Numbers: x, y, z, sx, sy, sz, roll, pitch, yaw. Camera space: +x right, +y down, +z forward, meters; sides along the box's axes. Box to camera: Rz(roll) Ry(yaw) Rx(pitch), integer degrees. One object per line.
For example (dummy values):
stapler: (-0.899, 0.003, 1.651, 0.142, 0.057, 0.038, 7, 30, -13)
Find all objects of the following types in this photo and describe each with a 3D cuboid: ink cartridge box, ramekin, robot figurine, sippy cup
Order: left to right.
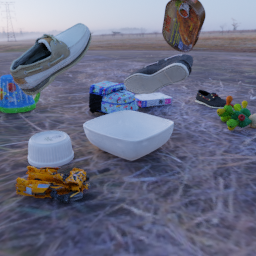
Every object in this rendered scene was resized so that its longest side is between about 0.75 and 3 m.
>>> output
sippy cup: (-5.266, -1.680, 13.153, 1.702, 1.588, 2.167, 2, 19, 5)
ramekin: (-2.272, 0.570, 8.190, 1.316, 0.690, 1.316, 0, 19, 0)
robot figurine: (-1.693, 1.265, 6.565, 1.616, 0.471, 1.172, 1, 21, 4)
ink cartridge box: (1.039, -1.419, 14.166, 2.091, 0.439, 1.247, -6, 20, -25)

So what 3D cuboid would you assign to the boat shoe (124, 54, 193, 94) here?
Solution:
boat shoe: (0.877, -1.541, 8.123, 2.317, 0.775, 0.660, -8, 38, 46)

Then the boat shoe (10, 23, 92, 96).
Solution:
boat shoe: (-1.881, -1.916, 7.088, 0.913, 0.836, 2.443, 30, 70, 29)

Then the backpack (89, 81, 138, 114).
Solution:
backpack: (-0.557, -1.268, 12.443, 1.966, 1.323, 1.795, 17, 25, 36)

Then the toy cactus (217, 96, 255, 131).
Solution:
toy cactus: (4.523, -0.506, 10.876, 1.999, 1.239, 2.423, 18, 16, 19)

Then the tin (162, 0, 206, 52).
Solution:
tin: (1.780, -3.387, 9.160, 1.277, 0.477, 2.280, 31, -16, 10)

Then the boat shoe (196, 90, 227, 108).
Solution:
boat shoe: (4.162, -1.426, 13.907, 0.756, 0.648, 2.067, -10, 23, -27)

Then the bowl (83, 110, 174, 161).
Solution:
bowl: (0.034, 0.229, 8.888, 2.334, 0.872, 2.338, 16, 24, 38)
